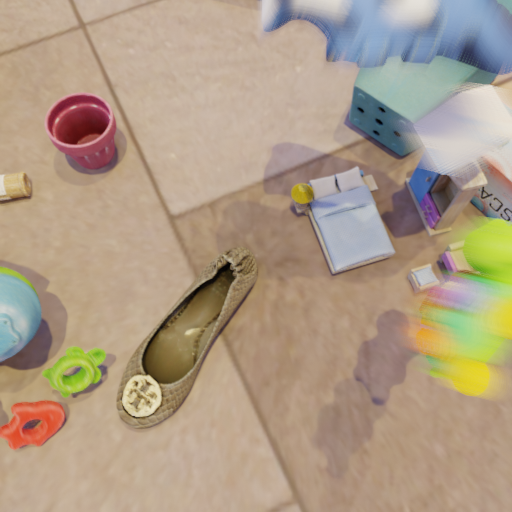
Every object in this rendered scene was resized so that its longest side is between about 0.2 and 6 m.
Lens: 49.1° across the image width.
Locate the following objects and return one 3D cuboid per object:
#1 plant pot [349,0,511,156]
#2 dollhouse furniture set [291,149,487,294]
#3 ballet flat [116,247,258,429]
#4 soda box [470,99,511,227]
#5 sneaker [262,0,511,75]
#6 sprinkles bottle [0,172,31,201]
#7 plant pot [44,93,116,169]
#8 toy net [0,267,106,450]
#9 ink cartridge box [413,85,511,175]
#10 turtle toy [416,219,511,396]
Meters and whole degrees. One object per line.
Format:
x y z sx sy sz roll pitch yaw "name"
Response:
2.674 -2.979 8.874 1.750 1.751 2.478 38 81 14 "plant pot"
1.857 -0.503 7.881 2.307 1.505 2.178 -15 68 -6 "dollhouse furniture set"
-0.917 1.020 7.691 0.983 0.676 2.918 33 71 13 "ballet flat"
4.172 -0.834 8.238 1.007 1.083 3.168 -36 72 -14 "soda box"
1.215 -2.133 5.136 2.548 0.942 1.048 24 102 1 "sneaker"
-4.140 -1.027 8.700 1.165 0.398 0.398 -10 68 -4 "sprinkles bottle"
-2.643 -1.870 8.766 1.023 0.916 1.023 0 68 1 "plant pot"
-3.987 2.137 6.982 4.141 2.172 0.800 -45 37 -3 "toy net"
2.476 -1.477 6.509 1.071 0.670 0.688 -24 85 -45 "ink cartridge box"
1.798 0.404 4.590 0.722 1.040 1.428 33 106 14 "turtle toy"
